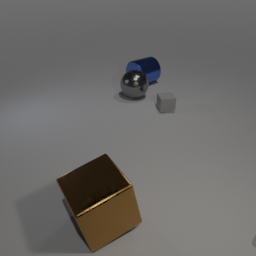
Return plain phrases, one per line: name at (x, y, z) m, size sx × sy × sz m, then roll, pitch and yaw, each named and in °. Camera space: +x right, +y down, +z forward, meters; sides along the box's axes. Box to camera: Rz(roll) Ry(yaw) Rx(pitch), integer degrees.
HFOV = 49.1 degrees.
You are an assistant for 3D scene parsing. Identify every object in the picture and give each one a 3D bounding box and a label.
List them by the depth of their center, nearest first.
cube at (-0.687, 1.764, 6.795) m, size 1.400 × 1.400 × 1.400 m, roll -26°, pitch 38°, yaw -17°
cube at (1.736, -1.167, 12.764) m, size 0.700 × 0.700 × 0.700 m, roll -5°, pitch 31°, yaw -9°
ball at (0.318, -2.150, 13.747) m, size 1.400 × 1.400 × 1.400 m, roll 0°, pitch 30°, yaw 0°
cylinder at (0.837, -3.094, 15.365) m, size 1.400 × 1.400 × 1.400 m, roll -23°, pitch 37°, yaw -33°
